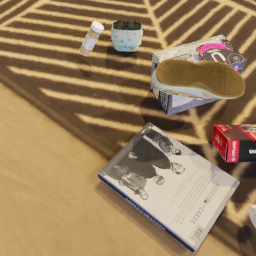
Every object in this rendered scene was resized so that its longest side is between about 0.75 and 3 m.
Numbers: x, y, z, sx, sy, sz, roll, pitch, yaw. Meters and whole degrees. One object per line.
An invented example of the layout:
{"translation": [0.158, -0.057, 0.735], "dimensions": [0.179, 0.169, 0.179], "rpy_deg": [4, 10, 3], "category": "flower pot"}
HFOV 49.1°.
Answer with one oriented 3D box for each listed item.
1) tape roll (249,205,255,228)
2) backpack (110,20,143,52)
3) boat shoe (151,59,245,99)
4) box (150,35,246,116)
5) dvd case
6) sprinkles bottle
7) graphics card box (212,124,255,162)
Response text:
{"translation": [2.975, 2.080, 6.194], "dimensions": [0.140, 0.768, 0.768], "rpy_deg": [-24, 58, -9], "category": "tape roll"}
{"translation": [-0.046, -3.258, 9.924], "dimensions": [1.159, 1.011, 1.319], "rpy_deg": [4, 24, -2], "category": "backpack"}
{"translation": [1.737, -1.176, 7.014], "dimensions": [2.439, 0.810, 0.903], "rpy_deg": [9, 80, -16], "category": "boat shoe"}
{"translation": [2.048, -1.609, 8.533], "dimensions": [2.365, 1.562, 1.357], "rpy_deg": [-18, 55, -12], "category": "box"}
{"translation": [1.016, 1.306, 7.092], "dimensions": [2.888, 0.357, 2.171], "rpy_deg": [35, 59, 21], "category": "dvd case"}
{"translation": [-1.247, -2.978, 9.418], "dimensions": [0.402, 1.178, 0.402], "rpy_deg": [22, 42, -21], "category": "sprinkles bottle"}
{"translation": [3.576, 0.355, 7.165], "dimensions": [2.485, 0.632, 1.559], "rpy_deg": [1, 14, 5], "category": "graphics card box"}
